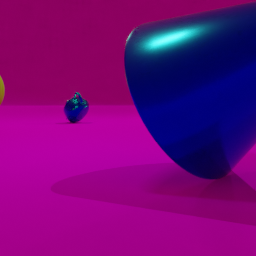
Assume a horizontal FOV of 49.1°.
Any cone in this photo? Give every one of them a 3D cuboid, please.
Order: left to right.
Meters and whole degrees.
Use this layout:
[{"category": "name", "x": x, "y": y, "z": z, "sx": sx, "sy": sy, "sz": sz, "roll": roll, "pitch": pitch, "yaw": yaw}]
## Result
[{"category": "cone", "x": 1.114, "y": -0.604, "z": 2.183, "sx": 1.638, "sy": 1.638, "sz": 1.644, "roll": -5, "pitch": -18, "yaw": -46}]

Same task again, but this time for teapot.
[{"category": "teapot", "x": -1.856, "y": -0.654, "z": 9.737, "sx": 0.741, "sy": 1.514, "sz": 0.941, "roll": 38, "pitch": 46, "yaw": 10}]

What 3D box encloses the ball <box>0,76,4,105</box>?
[{"category": "ball", "x": -3.403, "y": -0.845, "z": 6.100, "sx": 1.304, "sy": 1.304, "sz": 1.304, "roll": 0, "pitch": 5, "yaw": 0}]
